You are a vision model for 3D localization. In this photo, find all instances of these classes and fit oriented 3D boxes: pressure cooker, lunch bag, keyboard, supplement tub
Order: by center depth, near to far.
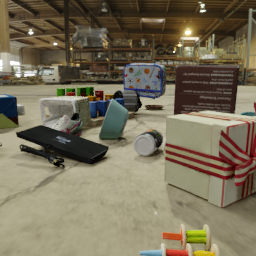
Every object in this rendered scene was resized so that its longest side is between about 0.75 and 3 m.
[{"bbox_3d":[-1.827,0.461,6.999,2.464,0.254,1.566,15,21,26],"label":"keyboard"},{"bbox_3d":[0.576,0.359,7.415,0.581,0.581,0.948,5,12,24],"label":"supplement tub"},{"bbox_3d":[0.030,-1.312,14.107,1.350,1.187,1.206,-3,-21,-25],"label":"pressure cooker"},{"bbox_3d":[0.896,-2.410,14.530,2.296,1.839,0.867,9,18,24],"label":"lunch bag"}]

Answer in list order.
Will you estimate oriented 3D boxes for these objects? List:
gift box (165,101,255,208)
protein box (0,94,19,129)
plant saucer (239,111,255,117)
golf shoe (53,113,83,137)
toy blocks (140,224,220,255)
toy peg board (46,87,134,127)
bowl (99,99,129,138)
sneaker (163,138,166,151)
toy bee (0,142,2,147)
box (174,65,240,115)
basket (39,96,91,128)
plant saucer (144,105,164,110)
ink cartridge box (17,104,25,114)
[{"bbox_3d":[1.595,0.346,4.952,1.508,1.634,1.526,-15,19,-36],"label":"gift box"},{"bbox_3d":[-5.435,-0.663,10.965,1.747,1.187,1.760,-8,14,-35],"label":"protein box"},{"bbox_3d":[3.581,0.382,6.112,2.535,0.456,2.535,13,24,-6],"label":"plant saucer"},{"bbox_3d":[-2.044,0.024,8.507,0.639,0.810,1.759,6,17,24],"label":"golf shoe"},{"bbox_3d":[0.540,1.342,3.162,0.825,0.300,0.688,0,12,1],"label":"toy blocks"},{"bbox_3d":[-1.666,-1.094,12.607,2.875,1.412,2.887,7,14,34],"label":"toy peg board"},{"bbox_3d":[-0.402,-0.208,9.005,0.694,1.326,1.326,19,11,-3],"label":"bowl"},{"bbox_3d":[1.968,0.384,6.623,2.227,0.834,1.109,-1,11,-3],"label":"sneaker"},{"bbox_3d":[-3.708,0.237,7.113,0.976,0.811,1.491,15,17,-20],"label":"toy bee"},{"bbox_3d":[2.652,-0.956,9.522,1.910,2.326,1.930,4,13,18],"label":"box"},{"bbox_3d":[-2.320,-0.596,10.541,1.688,1.144,1.041,5,16,28],"label":"basket"},{"bbox_3d":[1.511,-1.194,16.211,1.141,0.209,1.141,0,10,0],"label":"plant saucer"},{"bbox_3d":[-6.742,-0.943,14.246,2.248,0.496,2.290,-8,12,-36],"label":"ink cartridge box"}]
